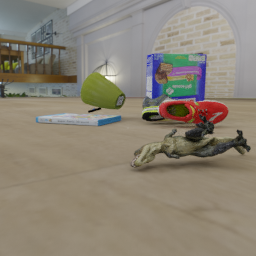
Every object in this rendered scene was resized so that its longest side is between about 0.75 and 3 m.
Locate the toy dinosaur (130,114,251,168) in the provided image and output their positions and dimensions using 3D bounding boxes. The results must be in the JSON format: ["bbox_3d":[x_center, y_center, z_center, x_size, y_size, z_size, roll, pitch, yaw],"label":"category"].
[{"bbox_3d":[1.110,0.216,4.022,2.174,0.516,0.958,0,-18,-22],"label":"toy dinosaur"}]

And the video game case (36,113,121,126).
[{"bbox_3d":[-1.675,-0.321,9.759,2.424,0.216,1.735,3,9,22],"label":"video game case"}]

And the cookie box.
[{"bbox_3d":[1.730,-1.474,10.248,2.022,2.364,0.888,-2,10,-10],"label":"cookie box"}]

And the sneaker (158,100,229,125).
[{"bbox_3d":[1.913,-0.434,8.196,2.083,0.802,0.885,1,4,5],"label":"sneaker"}]

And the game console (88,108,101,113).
[{"bbox_3d":[-1.478,-0.766,11.953,0.535,0.109,0.907,-18,9,-17],"label":"game console"}]

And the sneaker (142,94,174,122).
[{"bbox_3d":[1.424,-0.743,9.326,2.048,0.829,0.757,-1,-24,-15],"label":"sneaker"}]

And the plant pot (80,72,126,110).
[{"bbox_3d":[-0.838,-1.260,10.567,1.398,1.308,1.308,27,20,26],"label":"plant pot"}]
